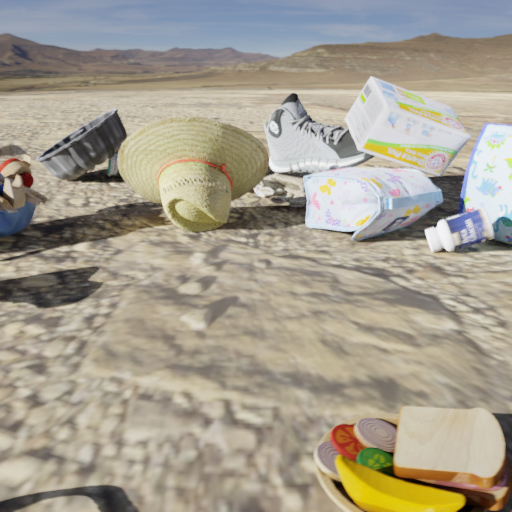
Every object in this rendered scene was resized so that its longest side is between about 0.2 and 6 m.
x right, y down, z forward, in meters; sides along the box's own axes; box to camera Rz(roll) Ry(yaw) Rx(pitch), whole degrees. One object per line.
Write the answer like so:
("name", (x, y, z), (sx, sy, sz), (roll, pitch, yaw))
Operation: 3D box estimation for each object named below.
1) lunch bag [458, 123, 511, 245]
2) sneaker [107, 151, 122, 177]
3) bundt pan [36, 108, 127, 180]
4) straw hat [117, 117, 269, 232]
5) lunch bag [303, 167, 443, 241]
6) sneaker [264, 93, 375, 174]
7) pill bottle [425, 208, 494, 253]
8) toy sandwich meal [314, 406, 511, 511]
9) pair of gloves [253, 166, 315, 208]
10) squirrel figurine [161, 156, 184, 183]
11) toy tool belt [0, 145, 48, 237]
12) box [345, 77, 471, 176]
("lunch bag", (4.709, -1.282, 9.974), (1.285, 2.017, 1.715), (-15, 25, -34))
("sneaker", (-3.484, -2.557, 15.460), (0.909, 0.773, 1.994), (11, 26, -6))
("bundt pan", (-4.419, -2.816, 14.651), (2.484, 0.932, 2.484), (-27, 24, 13))
("straw hat", (-1.134, -1.160, 10.542), (3.016, 3.016, 1.276), (-4, 62, -10))
("lunch bag", (2.125, -1.005, 10.374), (1.699, 1.274, 2.004), (-14, 14, -35))
("sneaker", (1.190, -2.629, 11.699), (2.818, 1.627, 1.057), (1, 30, 42))
("pill bottle", (3.405, -0.400, 9.432), (1.008, 0.560, 0.560), (-19, 17, 14))
("toy sandwich meal", (1.223, 1.582, 4.459), (1.535, 0.526, 1.535), (0, 21, 0))
("pair of gloves", (0.101, -1.897, 13.646), (3.542, 0.621, 3.012), (15, 20, 22))
("squirrel figurine", (-2.032, -2.488, 14.678), (1.522, 1.077, 1.420), (-6, 28, -7))
("toy tool belt", (-4.671, -0.858, 10.024), (1.621, 1.647, 2.637), (35, 31, 9))
("box", (2.858, -2.421, 10.611), (1.950, 0.988, 1.097), (12, 42, -21))
